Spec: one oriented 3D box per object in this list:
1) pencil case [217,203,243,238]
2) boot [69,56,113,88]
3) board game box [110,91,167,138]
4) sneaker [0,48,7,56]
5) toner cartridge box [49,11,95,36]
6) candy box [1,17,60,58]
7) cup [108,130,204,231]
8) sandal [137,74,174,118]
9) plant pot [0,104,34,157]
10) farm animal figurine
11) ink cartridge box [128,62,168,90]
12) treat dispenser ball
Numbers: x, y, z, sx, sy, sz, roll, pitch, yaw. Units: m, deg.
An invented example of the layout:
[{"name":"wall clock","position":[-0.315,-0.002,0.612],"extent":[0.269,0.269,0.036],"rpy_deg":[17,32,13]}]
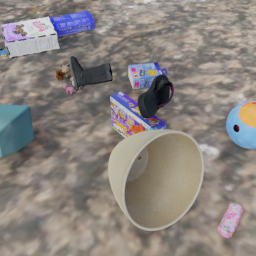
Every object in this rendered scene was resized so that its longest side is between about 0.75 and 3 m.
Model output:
[{"name":"pencil case","position":[2.462,2.214,6.756],"extent":[0.379,0.379,0.866],"rpy_deg":[27,51,25]},{"name":"boot","position":[-1.117,-1.817,8.578],"extent":[1.203,0.992,0.395],"rpy_deg":[-9,12,13]},{"name":"board game box","position":[0.258,-0.073,8.390],"extent":[0.433,1.302,1.936],"rpy_deg":[-32,53,-27]},{"name":"sneaker","position":[-5.822,-3.423,12.431],"extent":[0.916,0.359,0.302],"rpy_deg":[5,47,7]},{"name":"toner cartridge box","position":[-2.790,-5.257,14.077],"extent":[2.064,0.446,0.981],"rpy_deg":[-18,59,-17]},{"name":"candy box","position":[-4.493,-4.214,12.889],"extent":[2.248,0.804,1.885],"rpy_deg":[-17,47,-16]},{"name":"cup","position":[0.442,1.038,6.892],"extent":[2.333,2.333,1.669],"rpy_deg":[-27,25,-25]},{"name":"sandal","position":[0.930,-0.913,7.845],"extent":[0.531,0.833,2.217],"rpy_deg":[-12,23,30]},{"name":"plant pot","position":[-3.415,0.129,7.591],"extent":[1.064,1.064,1.506],"rpy_deg":[3,25,5]},{"name":"farm animal figurine","position":[-2.144,-2.079,10.801],"extent":[1.182,0.736,1.463],"rpy_deg":[-27,51,-24]},{"name":"ink cartridge box","position":[0.803,-2.053,10.929],"extent":[1.440,0.550,0.982],"rpy_deg":[-7,46,-10]},{"name":"treat dispenser ball","position":[3.696,-0.091,8.347],"extent":[1.441,1.441,1.441],"rpy_deg":[0,45,0]}]
